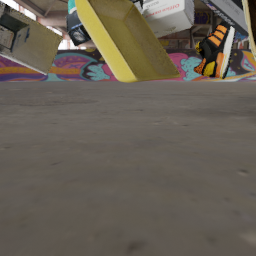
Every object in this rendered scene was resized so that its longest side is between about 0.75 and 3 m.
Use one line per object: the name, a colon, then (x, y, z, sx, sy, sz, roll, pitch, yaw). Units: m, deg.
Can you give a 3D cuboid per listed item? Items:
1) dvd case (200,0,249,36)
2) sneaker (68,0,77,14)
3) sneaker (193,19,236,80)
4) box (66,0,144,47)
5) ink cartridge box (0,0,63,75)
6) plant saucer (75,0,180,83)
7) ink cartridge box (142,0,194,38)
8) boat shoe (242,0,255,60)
dvd case: (1.578, -2.607, 3.422, 1.747, 2.324, 0.287, 21, 11, -31)
sneaker: (-1.299, -4.726, 10.693, 2.184, 1.318, 0.913, -12, -26, -24)
sneaker: (2.525, -2.547, 8.121, 1.047, 2.327, 0.814, 10, -16, 17)
box: (-0.792, -3.696, 9.176, 2.476, 0.539, 1.984, -23, 37, 4)
ink cartridge box: (-2.960, -2.218, 6.181, 2.411, 1.035, 1.765, 19, 6, -45)
plant saucer: (-0.029, -2.016, 6.559, 0.598, 2.468, 2.468, -35, -8, 32)
ink cartridge box: (1.142, -3.610, 7.895, 1.280, 1.764, 0.738, -7, -23, 31)
boat shoe: (1.291, -0.858, 2.584, 0.395, 1.077, 0.338, -21, 9, 37)
